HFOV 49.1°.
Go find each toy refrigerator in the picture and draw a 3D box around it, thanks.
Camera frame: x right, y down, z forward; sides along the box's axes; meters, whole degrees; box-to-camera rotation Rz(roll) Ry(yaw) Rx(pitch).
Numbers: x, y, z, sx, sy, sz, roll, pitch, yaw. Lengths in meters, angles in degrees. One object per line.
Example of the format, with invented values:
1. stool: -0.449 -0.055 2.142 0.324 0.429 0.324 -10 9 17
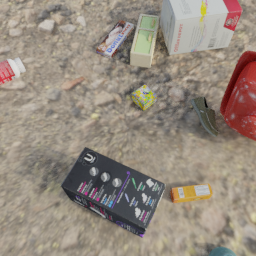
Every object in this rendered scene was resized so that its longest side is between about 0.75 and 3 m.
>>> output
1. toy refrigerator: 0.769 -3.968 12.571 0.933 0.860 2.459 10 62 6

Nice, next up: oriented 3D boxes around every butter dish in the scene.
1. butter dish: 4.404 -0.576 9.247 2.959 2.951 2.187 31 48 23

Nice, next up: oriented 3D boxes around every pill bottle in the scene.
1. pill bottle: -5.129 -2.368 11.734 1.496 0.840 0.840 -29 66 -15

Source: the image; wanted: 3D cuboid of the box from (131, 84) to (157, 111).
1. box: 0.657 -1.233 11.336 0.730 0.463 0.758 -36 67 -17

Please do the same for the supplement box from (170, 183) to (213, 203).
1. supplement box: 2.150 2.220 9.510 1.338 0.445 0.460 -4 60 -3

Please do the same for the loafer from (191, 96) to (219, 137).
1. loafer: 3.021 -0.489 10.655 0.622 0.671 1.785 -32 67 22

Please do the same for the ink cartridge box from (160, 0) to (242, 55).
1. ink cartridge box: 3.015 -4.788 12.314 2.827 2.054 2.044 -9 63 -5

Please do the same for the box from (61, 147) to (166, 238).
1. box: -0.431 2.045 8.868 2.802 1.713 1.486 24 63 11

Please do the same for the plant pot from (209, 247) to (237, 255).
1. plant pot: 2.944 4.048 8.433 0.925 0.623 0.925 0 62 1

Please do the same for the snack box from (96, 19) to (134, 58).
1. snack box: -0.580 -4.160 13.006 0.791 0.268 2.201 25 65 13
